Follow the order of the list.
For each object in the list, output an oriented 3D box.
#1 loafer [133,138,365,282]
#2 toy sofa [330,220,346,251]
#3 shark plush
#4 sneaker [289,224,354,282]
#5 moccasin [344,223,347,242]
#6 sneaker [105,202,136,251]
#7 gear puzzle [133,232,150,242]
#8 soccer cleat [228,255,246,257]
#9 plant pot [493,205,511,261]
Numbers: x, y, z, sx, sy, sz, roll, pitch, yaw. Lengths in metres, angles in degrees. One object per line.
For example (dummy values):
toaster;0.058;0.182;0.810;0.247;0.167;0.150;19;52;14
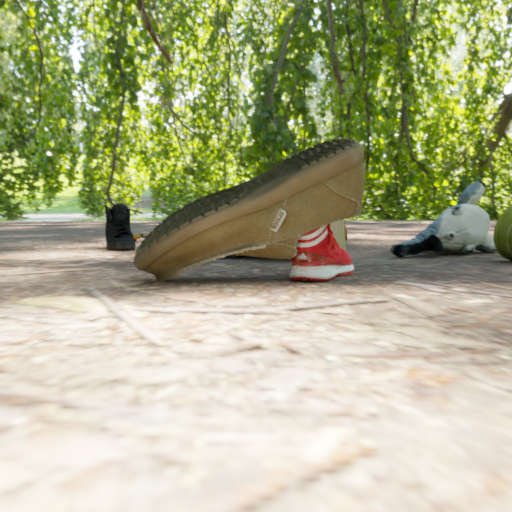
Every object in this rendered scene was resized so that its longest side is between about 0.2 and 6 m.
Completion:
loafer;0.005;-0.391;7.185;3.258;1.099;1.239;-25;18;3
toy sofa;0.692;-0.470;10.915;1.188;1.008;2.435;-6;6;-18
shark plush;3.956;-0.274;11.775;1.432;1.562;3.437;-21;9;46
sneaker;0.971;-0.274;7.841;0.746;1.100;1.904;2;6;16
moccasin;1.944;-1.018;16.293;1.141;1.204;3.119;0;5;2
sneaker;-3.285;-0.730;13.307;0.639;1.109;2.127;0;5;-22
gear puzzle;-2.685;-0.524;16.169;2.536;0.332;1.314;-5;8;-24
soccer cleat;-0.700;-0.282;10.985;2.489;0.849;0.911;-4;-23;21
plant pot;4.855;-0.292;9.564;1.111;1.111;1.055;-1;18;-13
